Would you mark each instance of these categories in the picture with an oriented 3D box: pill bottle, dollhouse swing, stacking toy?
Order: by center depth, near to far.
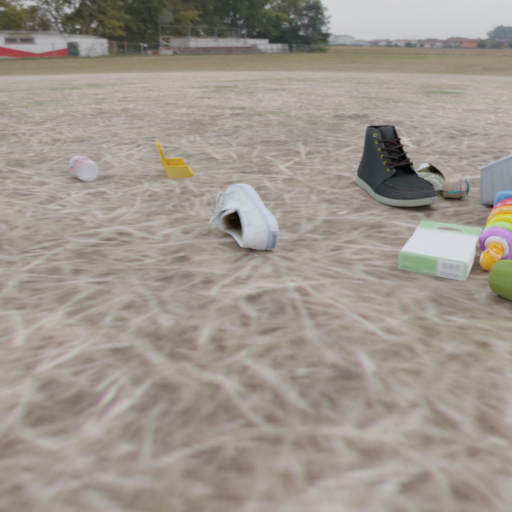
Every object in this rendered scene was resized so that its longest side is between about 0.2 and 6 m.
[{"bbox_3d":[3.856,-0.249,8.710,0.913,0.966,1.664,15,40,40],"label":"stacking toy"},{"bbox_3d":[-4.176,-2.121,13.468,0.506,0.506,0.886,-13,26,-29],"label":"pill bottle"},{"bbox_3d":[-2.010,-2.402,13.765,0.838,0.811,0.922,-6,22,-13],"label":"dollhouse swing"}]

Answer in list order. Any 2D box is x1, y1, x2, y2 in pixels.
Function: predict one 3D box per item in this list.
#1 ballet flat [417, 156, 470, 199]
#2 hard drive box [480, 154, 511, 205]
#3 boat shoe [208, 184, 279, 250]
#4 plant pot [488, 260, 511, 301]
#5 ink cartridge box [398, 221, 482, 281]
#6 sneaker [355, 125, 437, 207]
[{"bbox_3d":[3.963,-1.763,12.439,0.674,0.682,2.005,-10,22,-6],"label":"ballet flat"},{"bbox_3d":[5.420,-1.455,10.469,1.649,0.813,2.116,-1,0,-1],"label":"hard drive box"},{"bbox_3d":[-0.396,-0.667,9.629,0.896,0.776,2.101,-3,31,-21],"label":"boat shoe"},{"bbox_3d":[3.486,0.328,7.322,0.777,0.777,0.738,-11,13,-24],"label":"plant pot"},{"bbox_3d":[2.881,-0.111,8.704,0.999,0.329,1.373,11,27,27],"label":"ink cartridge box"},{"bbox_3d":[2.890,-1.948,11.845,0.990,1.406,2.646,-8,23,-18],"label":"sneaker"}]
